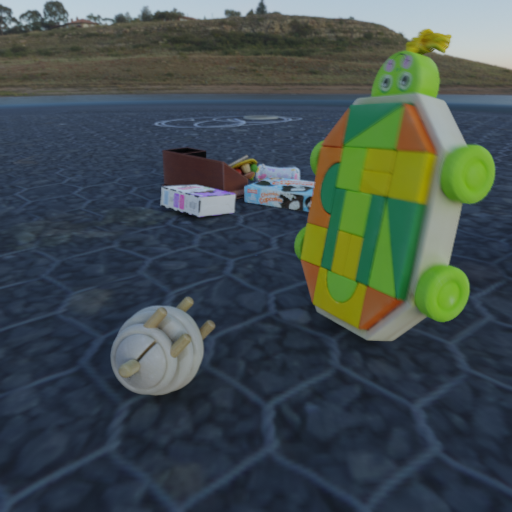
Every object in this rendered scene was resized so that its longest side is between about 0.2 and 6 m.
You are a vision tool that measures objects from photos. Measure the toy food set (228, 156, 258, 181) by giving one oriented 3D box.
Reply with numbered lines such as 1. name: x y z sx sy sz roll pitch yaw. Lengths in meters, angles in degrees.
1. toy food set: -0.344 -2.271 15.387 0.857 0.476 1.457 -25 -4 11

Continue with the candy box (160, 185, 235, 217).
1. candy box: -1.411 -1.348 13.512 1.405 0.503 1.178 17 19 38

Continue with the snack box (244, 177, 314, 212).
1. snack box: 1.109 -1.579 14.398 2.479 0.460 1.440 11 23 29

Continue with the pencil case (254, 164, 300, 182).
1. pencil case: 0.626 -2.327 16.288 1.296 0.588 0.539 10 8 22

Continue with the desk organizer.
1. desk organizer: -1.445 -2.309 15.544 0.975 1.047 2.720 -18 27 -42

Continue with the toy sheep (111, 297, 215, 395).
1. toy sheep: -1.080 1.036 6.246 1.084 1.084 1.572 7 4 19

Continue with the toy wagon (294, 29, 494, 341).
1. toy wagon: 1.641 -0.979 7.416 0.783 3.959 3.072 5 10 -27
